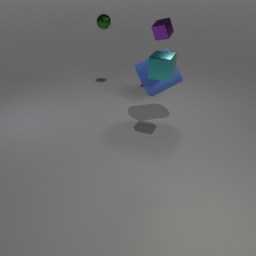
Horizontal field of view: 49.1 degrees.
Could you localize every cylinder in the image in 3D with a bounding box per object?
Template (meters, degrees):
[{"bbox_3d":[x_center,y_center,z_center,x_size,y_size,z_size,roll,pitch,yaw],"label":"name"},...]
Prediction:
[{"bbox_3d":[1.204,-2.136,10.842,1.400,1.400,1.400,-26,26,13],"label":"cylinder"}]

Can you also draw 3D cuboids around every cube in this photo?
[{"bbox_3d":[1.590,-4.512,12.802,0.700,0.700,0.700,3,45,34],"label":"cube"},{"bbox_3d":[1.077,-1.946,8.741,0.700,0.700,0.700,12,36,20],"label":"cube"}]

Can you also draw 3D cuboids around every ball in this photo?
[{"bbox_3d":[-1.160,-5.102,13.453,0.700,0.700,0.700,0,29,0],"label":"ball"}]
